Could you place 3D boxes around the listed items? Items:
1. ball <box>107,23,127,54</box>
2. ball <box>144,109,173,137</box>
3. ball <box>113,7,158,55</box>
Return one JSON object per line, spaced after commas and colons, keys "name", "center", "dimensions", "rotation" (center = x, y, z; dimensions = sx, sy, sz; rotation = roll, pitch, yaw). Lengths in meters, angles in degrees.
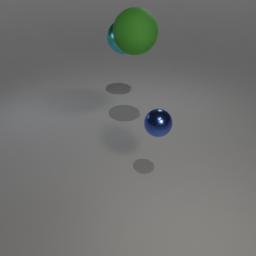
{"name": "ball", "center": [-0.192, -3.849, 11.865], "dimensions": [1.400, 1.400, 1.400], "rotation": [0, 31, 0]}
{"name": "ball", "center": [0.743, -0.126, 6.892], "dimensions": [0.700, 0.700, 0.700], "rotation": [0, 31, 0]}
{"name": "ball", "center": [0.226, -2.963, 8.612], "dimensions": [1.400, 1.400, 1.400], "rotation": [0, 31, 0]}
